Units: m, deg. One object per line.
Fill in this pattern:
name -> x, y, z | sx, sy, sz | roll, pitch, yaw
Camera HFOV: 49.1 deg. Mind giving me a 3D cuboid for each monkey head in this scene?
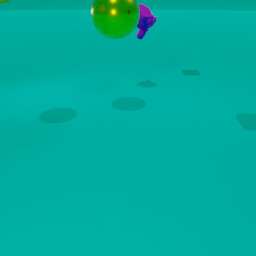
monkey head -> 0.427, -3.787, 9.939 | 0.896, 1.070, 1.487 | 38, 21, 18

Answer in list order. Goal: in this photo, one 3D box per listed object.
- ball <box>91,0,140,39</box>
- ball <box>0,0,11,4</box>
ball -> -0.335, -3.018, 7.403 | 1.286, 1.286, 1.286 | 0, 25, 0
ball -> -2.757, -3.164, 5.662 | 1.196, 1.196, 1.196 | 0, 25, 0
